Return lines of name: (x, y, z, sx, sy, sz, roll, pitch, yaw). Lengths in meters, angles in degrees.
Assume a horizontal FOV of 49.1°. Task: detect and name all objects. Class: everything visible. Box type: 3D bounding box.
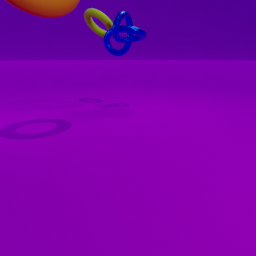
ring: (-1.764, -2.940, 5.115, 2.018, 2.018, 0.404, -15, -9, -44)
knot shape: (-0.200, -2.959, 9.104, 1.424, 1.333, 0.658, 25, 33, -46)
ring: (-1.009, -3.694, 9.953, 1.269, 0.254, 1.269, 31, -14, 9)
